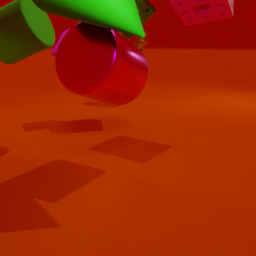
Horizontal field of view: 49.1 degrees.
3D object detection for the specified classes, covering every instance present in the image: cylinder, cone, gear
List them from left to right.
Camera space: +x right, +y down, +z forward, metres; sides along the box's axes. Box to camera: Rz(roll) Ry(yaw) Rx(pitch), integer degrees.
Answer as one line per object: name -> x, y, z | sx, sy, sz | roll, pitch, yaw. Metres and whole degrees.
cylinder -> -2.553, -2.261, 6.571 | 1.196, 1.196, 1.196 | -18, 12, 17
cylinder -> -0.465, -1.186, 5.416 | 1.331, 1.331, 1.331 | 10, -1, 28
cone -> -0.306, -1.885, 4.118 | 1.685, 1.679, 1.679 | 49, 37, 14
gear -> 0.030, -3.722, 11.728 | 1.646, 1.646, 0.304 | 11, 15, 31

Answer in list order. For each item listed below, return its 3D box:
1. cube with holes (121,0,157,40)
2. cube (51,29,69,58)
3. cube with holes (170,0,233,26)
cube with holes -> -0.033, -3.636, 8.694 | 1.174, 1.174, 1.174 | 41, 12, -19
cube -> -1.737, -2.468, 8.827 | 0.889, 0.889, 0.889 | 31, -5, -30
cube with holes -> 1.836, -3.458, 6.845 | 1.224, 1.224, 1.224 | -1, -9, 29
